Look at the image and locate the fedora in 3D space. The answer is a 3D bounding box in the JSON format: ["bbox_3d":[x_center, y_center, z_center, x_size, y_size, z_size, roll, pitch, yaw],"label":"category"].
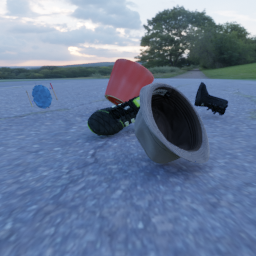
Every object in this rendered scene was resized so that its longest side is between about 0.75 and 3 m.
[{"bbox_3d":[0.688,0.022,5.262,1.612,1.823,0.823,17,-43,-31],"label":"fedora"}]

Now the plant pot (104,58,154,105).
[{"bbox_3d":[-0.062,-1.670,11.252,1.752,1.550,1.752,26,-8,4],"label":"plant pot"}]

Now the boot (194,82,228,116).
[{"bbox_3d":[3.042,-1.070,10.170,1.122,0.507,1.370,17,45,7],"label":"boot"}]

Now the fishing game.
[{"bbox_3d":[-3.128,-1.151,10.270,1.288,0.922,0.200,-15,13,27],"label":"fishing game"}]

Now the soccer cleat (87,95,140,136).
[{"bbox_3d":[-0.069,-0.435,7.580,2.415,0.815,0.979,-19,-22,-46],"label":"soccer cleat"}]
